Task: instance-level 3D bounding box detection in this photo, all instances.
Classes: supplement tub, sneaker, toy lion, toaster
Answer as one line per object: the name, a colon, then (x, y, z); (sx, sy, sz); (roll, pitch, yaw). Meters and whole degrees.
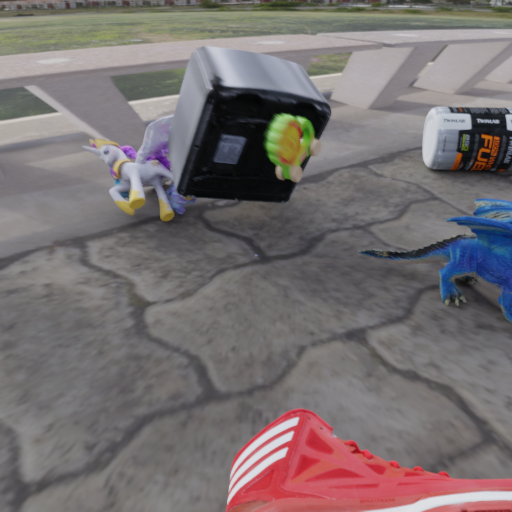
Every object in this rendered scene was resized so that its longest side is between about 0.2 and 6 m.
supplement tub: (5.501, -2.872, 13.779); (2.510, 1.538, 1.538); (1, 30, 4)
sneaker: (1.197, 2.096, 5.420); (3.085, 1.208, 1.782); (-2, 31, -6)
toy lion: (0.581, -1.823, 9.046); (0.381, 1.063, 1.109); (16, 54, 31)
toaster: (-0.207, -2.517, 10.875); (2.576, 2.849, 1.691); (0, 48, -26)

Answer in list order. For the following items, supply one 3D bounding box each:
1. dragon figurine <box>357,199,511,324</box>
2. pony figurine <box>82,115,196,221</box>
dragon figurine: (3.618, -0.190, 8.594); (4.011, 1.994, 1.180); (24, 37, 36)
pony figurine: (-2.243, -1.828, 11.890); (2.288, 1.974, 2.370); (-14, 52, -33)
